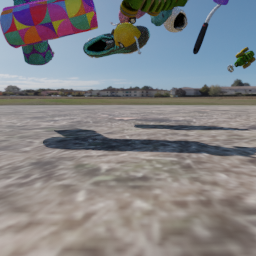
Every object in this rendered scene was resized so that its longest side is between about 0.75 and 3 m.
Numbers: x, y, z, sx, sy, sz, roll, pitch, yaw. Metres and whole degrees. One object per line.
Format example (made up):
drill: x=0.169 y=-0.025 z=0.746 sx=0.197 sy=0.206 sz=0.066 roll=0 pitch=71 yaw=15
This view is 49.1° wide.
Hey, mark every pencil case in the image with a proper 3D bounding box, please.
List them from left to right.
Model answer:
pencil case: x=-3.112 y=-3.314 z=9.310 sx=1.053 sy=2.279 sz=0.970 roll=-9 pitch=32 yaw=-11
pencil case: x=-2.252 y=-3.248 z=8.212 sx=2.853 sy=1.261 sz=1.261 roll=-16 pitch=6 yaw=1

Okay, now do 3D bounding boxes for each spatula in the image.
spatula: x=2.265 y=-3.036 z=7.711 sx=0.214 sy=2.087 sz=0.590 roll=5 pitch=28 yaw=-37

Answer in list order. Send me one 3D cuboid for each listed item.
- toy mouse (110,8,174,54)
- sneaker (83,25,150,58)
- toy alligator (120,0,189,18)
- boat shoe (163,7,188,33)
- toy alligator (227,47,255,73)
toy mouse: x=0.366 y=-2.929 z=7.037 sx=0.461 sy=2.118 sz=2.383 roll=49 pitch=-5 yaw=-37
sneaker: x=-0.512 y=-3.372 z=11.228 sx=2.858 sy=1.109 sz=1.303 roll=-14 pitch=15 yaw=12
toy alligator: x=0.563 y=-2.086 z=4.509 sx=1.834 sy=0.441 sz=0.608 roll=-17 pitch=-21 yaw=-30
boat shoe: x=1.666 y=-3.640 z=9.628 sx=0.721 sy=0.812 sz=2.207 roll=45 pitch=21 yaw=15
toy alligator: x=4.185 y=-2.457 z=10.091 sx=1.825 sy=0.605 sz=0.438 roll=-40 pitch=5 yaw=-36
